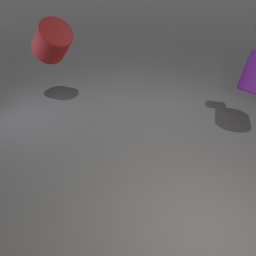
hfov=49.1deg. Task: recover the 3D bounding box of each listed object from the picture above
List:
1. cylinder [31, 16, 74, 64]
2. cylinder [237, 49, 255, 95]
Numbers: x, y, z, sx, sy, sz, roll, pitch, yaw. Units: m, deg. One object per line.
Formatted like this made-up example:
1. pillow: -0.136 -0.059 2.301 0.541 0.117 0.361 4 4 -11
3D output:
1. cylinder: -3.116 -3.563 11.489 1.400 1.400 1.400 -26 -4 -35
2. cylinder: 4.690 -1.824 9.650 1.400 1.400 1.400 16 15 -4
